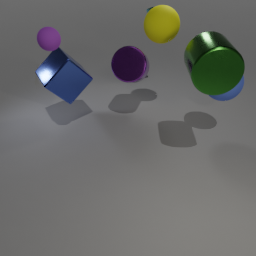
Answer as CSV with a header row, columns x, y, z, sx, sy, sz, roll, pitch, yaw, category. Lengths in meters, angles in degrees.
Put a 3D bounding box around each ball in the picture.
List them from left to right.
x,y,z,sx,sy,sz,roll,pitch,yaw,category
-2.361,-2.656,8.365,0.700,0.700,0.700,0,32,0,ball
1.302,-3.988,10.812,1.400,1.400,1.400,0,32,0,ball
3.451,-1.678,10.133,1.400,1.400,1.400,0,32,0,ball

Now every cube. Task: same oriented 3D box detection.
x,y,z,sx,sy,sz,roll,pitch,yaw,category
-2.539,-2.083,11.095,1.400,1.400,1.400,-47,47,6,cube

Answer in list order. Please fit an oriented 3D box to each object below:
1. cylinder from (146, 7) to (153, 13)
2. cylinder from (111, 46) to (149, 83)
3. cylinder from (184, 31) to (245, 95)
x,y,z,sx,sy,sz,roll,pitch,yaw,category
1.286,-5.373,13.389,0.700,0.700,0.700,-11,14,3,cylinder
0.129,-2.574,11.506,1.400,1.400,1.400,5,10,8,cylinder
2.393,-1.856,7.970,1.400,1.400,1.400,0,35,1,cylinder
